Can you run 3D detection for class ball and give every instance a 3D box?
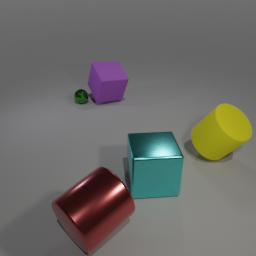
[{"bbox_3d":[-2.278,-1.548,13.670,0.700,0.700,0.700,0,29,0],"label":"ball"}]

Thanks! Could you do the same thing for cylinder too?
[{"bbox_3d":[3.037,0.149,9.214,1.400,1.400,1.400,14,53,-19],"label":"cylinder"},{"bbox_3d":[-0.791,1.847,6.475,1.400,1.400,1.400,-35,43,-30],"label":"cylinder"}]

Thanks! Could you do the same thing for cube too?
[{"bbox_3d":[-0.997,-2.251,13.547,1.400,1.400,1.400,-9,54,-26],"label":"cube"},{"bbox_3d":[0.732,1.056,8.260,1.400,1.400,1.400,-3,29,-5],"label":"cube"}]
